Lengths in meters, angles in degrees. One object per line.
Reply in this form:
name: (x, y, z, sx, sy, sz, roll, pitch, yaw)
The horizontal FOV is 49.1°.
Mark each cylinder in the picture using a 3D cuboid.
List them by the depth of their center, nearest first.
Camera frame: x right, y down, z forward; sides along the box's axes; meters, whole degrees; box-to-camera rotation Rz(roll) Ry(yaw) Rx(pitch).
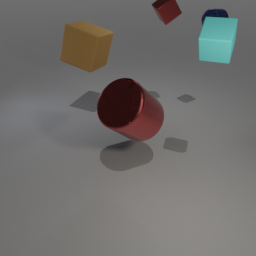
cylinder: (0.097, -0.459, 7.681, 1.400, 1.400, 1.400, 23, -3, 33)
cylinder: (3.131, -3.916, 10.088, 0.700, 0.700, 0.700, -19, 35, -38)

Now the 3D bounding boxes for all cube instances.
cube: (2.024, -1.986, 6.340, 0.700, 0.700, 0.700, 12, 66, 21)
cube: (1.397, -4.321, 10.154, 0.700, 0.700, 0.700, -35, 38, 10)
cube: (-1.584, -3.168, 10.816, 1.400, 1.400, 1.400, 23, 31, 11)
